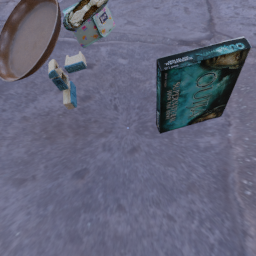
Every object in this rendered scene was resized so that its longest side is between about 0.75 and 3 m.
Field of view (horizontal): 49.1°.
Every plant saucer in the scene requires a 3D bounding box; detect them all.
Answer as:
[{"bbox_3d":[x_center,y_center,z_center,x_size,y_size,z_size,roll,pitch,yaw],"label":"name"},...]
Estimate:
[{"bbox_3d":[-2.544,-2.337,7.218,2.571,0.412,2.571,-13,67,33],"label":"plant saucer"}]

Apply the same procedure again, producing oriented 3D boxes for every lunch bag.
[{"bbox_3d":[-1.212,-3.554,9.252,1.440,1.226,0.878,-24,47,5],"label":"lunch bag"}]

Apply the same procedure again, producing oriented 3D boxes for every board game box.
[{"bbox_3d":[1.215,-0.641,5.058,1.417,2.095,0.295,-15,63,-2],"label":"board game box"}]

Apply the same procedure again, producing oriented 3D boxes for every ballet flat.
[{"bbox_3d":[-0.917,-2.858,6.600,1.515,0.562,0.562,-46,52,8],"label":"ballet flat"}]

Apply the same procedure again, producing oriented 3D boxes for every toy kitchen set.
[{"bbox_3d":[-1.115,-0.963,5.873,0.815,1.017,0.599,-14,61,11],"label":"toy kitchen set"}]
